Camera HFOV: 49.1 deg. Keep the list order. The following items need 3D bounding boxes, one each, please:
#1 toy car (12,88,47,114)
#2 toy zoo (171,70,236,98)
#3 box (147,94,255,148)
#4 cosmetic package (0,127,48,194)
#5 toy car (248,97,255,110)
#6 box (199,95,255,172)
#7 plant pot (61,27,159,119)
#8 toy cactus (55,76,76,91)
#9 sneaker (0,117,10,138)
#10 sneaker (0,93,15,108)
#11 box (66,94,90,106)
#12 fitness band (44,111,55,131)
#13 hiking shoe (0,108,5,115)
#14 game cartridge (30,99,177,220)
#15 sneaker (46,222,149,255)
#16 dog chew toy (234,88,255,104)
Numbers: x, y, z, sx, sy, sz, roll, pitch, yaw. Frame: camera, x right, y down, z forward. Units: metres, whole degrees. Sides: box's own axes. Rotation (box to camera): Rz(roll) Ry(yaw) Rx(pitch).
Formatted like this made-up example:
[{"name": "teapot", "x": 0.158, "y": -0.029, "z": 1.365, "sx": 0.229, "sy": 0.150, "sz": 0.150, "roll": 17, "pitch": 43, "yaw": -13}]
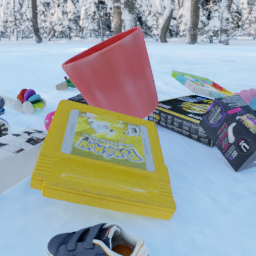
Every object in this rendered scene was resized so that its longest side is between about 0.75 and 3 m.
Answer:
[{"name": "toy car", "x": -3.886, "y": -1.111, "z": 11.056, "sx": 1.212, "sy": 0.909, "sz": 1.061, "roll": 11, "pitch": 23, "yaw": 28}, {"name": "toy zoo", "x": 3.033, "y": -1.666, "z": 11.194, "sx": 1.841, "sy": 0.287, "sz": 2.807, "roll": 8, "pitch": 24, "yaw": -19}, {"name": "box", "x": 2.467, "y": -0.388, "z": 9.416, "sx": 2.367, "sy": 0.731, "sz": 2.965, "roll": -12, "pitch": 23, "yaw": -32}, {"name": "cosmetic package", "x": -2.860, "y": 0.778, "z": 6.272, "sx": 1.175, "sy": 0.721, "sz": 2.847, "roll": 9, "pitch": 22, "yaw": 25}, {"name": "toy car", "x": 6.374, "y": -1.133, "z": 9.836, "sx": 2.989, "sy": 2.755, "sz": 2.644, "roll": 36, "pitch": 30, "yaw": 10}, {"name": "box", "x": 2.669, "y": 0.091, "z": 6.831, "sx": 0.861, "sy": 0.992, "sz": 1.623, "roll": -10, "pitch": 52, "yaw": -27}, {"name": "plant pot", "x": -0.371, "y": -1.511, "z": 9.075, "sx": 2.817, "sy": 2.493, "sz": 2.817, "roll": -22, "pitch": 22, "yaw": 9}, {"name": "toy cactus", "x": -3.026, "y": -2.397, "z": 14.758, "sx": 1.595, "sy": 0.988, "sz": 1.933, "roll": -23, "pitch": 38, "yaw": -28}, {"name": "sneaker", "x": -4.809, "y": 0.032, "z": 8.135, "sx": 2.649, "sy": 1.040, "sz": 1.181, "roll": 3, "pitch": 12, "yaw": -16}, {"name": "sneaker", "x": -5.589, "y": -1.198, "z": 11.871, "sx": 1.889, "sy": 0.704, "sz": 0.823, "roll": 20, "pitch": 16, "yaw": 27}, {"name": "box", "x": -1.844, "y": -1.078, "z": 11.585, "sx": 0.854, "sy": 0.477, "sz": 1.209, "roll": 5, "pitch": 20, "yaw": 22}, {"name": "fitness band", "x": -2.210, "y": -0.274, "z": 9.669, "sx": 1.235, "sy": 0.322, "sz": 1.720, "roll": -2, "pitch": 22, "yaw": -6}, {"name": "hiking shoe", "x": -5.095, "y": -0.665, "z": 10.547, "sx": 0.365, "sy": 0.425, "sz": 0.981, "roll": 14, "pitch": 25, "yaw": 33}, {"name": "game cartridge", "x": -0.434, "y": 0.467, "z": 5.845, "sx": 2.540, "sy": 0.467, "sz": 2.882, "roll": 14, "pitch": 28, "yaw": -11}, {"name": "sneaker", "x": -0.460, "y": 1.670, "z": 4.042, "sx": 1.589, "sy": 0.631, "sz": 0.623, "roll": 4, "pitch": 22, "yaw": 16}, {"name": "dog chew toy", "x": 4.516, "y": -1.154, "z": 10.924, "sx": 0.754, "sy": 0.754, "sz": 1.211, "roll": -20, "pitch": -8, "yaw": -42}]
